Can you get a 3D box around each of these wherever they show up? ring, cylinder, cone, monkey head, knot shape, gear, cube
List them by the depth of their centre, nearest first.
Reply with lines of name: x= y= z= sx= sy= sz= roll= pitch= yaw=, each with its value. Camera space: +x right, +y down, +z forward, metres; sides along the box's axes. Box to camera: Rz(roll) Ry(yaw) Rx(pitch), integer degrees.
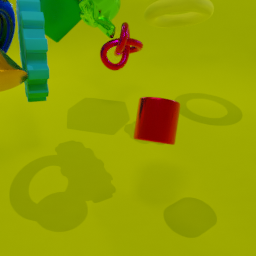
cone: x=-2.334 y=-1.206 z=4.767 sx=0.949 sy=0.953 sz=0.949 roll=-21 pitch=-4 yaw=-1
cylinder: x=0.493 y=-0.111 z=4.783 sx=0.718 sy=0.718 sz=0.718 roll=9 pitch=-3 yaw=0
ring: x=-2.753 y=-1.642 z=5.204 sx=0.367 sy=1.835 sz=1.835 roll=31 pitch=37 yaw=-2
gear: x=-1.966 y=-1.554 z=5.732 sx=0.369 sy=1.994 sz=1.994 roll=-7 pitch=34 yaw=-22
monkey head: x=-0.525 y=-2.852 z=6.799 sx=1.220 sy=1.695 sz=1.022 roll=45 pitch=72 yaw=6
knot shape: x=-0.091 y=-2.030 z=7.079 sx=0.545 sy=1.180 sz=1.104 roll=45 pitch=31 yaw=21
cube: x=-2.045 y=-3.446 z=7.541 sx=1.332 sy=1.332 sz=1.332 roll=-35 pitch=50 yaw=23
ring: x=1.427 y=-3.260 z=7.971 sx=1.950 sy=0.390 sz=1.950 roll=-3 pitch=5 yaw=0
